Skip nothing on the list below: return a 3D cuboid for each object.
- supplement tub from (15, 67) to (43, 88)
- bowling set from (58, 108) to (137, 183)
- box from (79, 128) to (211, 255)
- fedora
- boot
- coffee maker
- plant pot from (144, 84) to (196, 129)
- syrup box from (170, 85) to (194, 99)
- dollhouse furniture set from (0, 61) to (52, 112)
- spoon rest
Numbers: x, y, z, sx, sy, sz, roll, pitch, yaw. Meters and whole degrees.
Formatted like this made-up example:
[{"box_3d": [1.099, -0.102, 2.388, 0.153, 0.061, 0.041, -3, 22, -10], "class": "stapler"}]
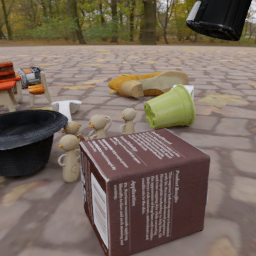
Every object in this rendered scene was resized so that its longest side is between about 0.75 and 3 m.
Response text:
[{"box_3d": [-4.696, -2.349, 13.037, 0.889, 0.889, 1.451, 13, 23, 32], "class": "supplement tub"}, {"box_3d": [-0.874, 0.156, 5.748, 1.386, 1.069, 1.991, 17, 25, 39], "class": "bowling set"}, {"box_3d": [0.173, 0.791, 3.818, 1.400, 1.161, 1.150, -8, 21, -22], "class": "box"}, {"box_3d": [-2.087, 0.310, 5.438, 2.094, 0.956, 2.094, -2, 17, 1], "class": "fedora"}, {"box_3d": [0.805, -1.970, 11.752, 2.956, 1.040, 2.116, -14, 25, -24], "class": "boot"}, {"box_3d": [2.555, -3.261, 6.758, 1.370, 2.035, 1.954, 10, 12, -33], "class": "coffee maker"}, {"box_3d": [1.071, -0.481, 7.700, 1.092, 1.188, 1.188, -18, 23, -12], "class": "plant pot"}, {"box_3d": [1.726, -0.904, 9.245, 0.734, 0.710, 1.803, 6, 20, 16], "class": "syrup box"}, {"box_3d": [-4.091, -1.390, 9.102, 2.788, 1.436, 2.758, -13, 17, -16], "class": "dollhouse furniture set"}, {"box_3d": [-1.912, -0.619, 8.629, 1.000, 0.610, 2.012, -4, 21, -11], "class": "spoon rest"}]
